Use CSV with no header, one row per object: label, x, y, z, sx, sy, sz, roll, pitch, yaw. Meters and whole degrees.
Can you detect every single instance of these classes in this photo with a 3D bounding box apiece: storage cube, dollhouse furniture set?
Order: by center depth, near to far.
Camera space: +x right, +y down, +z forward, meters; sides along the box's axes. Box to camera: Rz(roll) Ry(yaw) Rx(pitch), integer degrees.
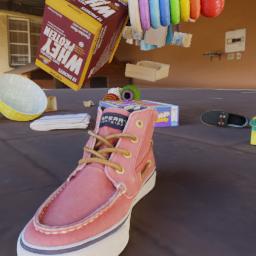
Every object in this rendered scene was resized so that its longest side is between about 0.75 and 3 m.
dollhouse furniture set,0.989,-3.505,11.228,2.669,2.906,1.891,16,23,22
storage cube,-3.726,-1.105,12.855,0.647,0.757,0.681,-10,8,-44

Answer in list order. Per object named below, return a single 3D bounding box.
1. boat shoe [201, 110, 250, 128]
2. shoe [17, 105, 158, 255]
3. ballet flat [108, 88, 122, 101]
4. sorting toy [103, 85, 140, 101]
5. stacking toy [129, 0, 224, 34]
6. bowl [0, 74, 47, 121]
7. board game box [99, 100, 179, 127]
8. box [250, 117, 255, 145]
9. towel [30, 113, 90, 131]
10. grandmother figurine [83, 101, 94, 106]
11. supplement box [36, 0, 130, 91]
boat shoe,2.978,-0.280,8.610,1.420,0.520,0.445,7,3,13
shoe,-0.251,0.366,3.004,0.895,1.139,2.505,3,10,19
ballet flat,-0.605,-1.727,15.582,0.983,1.012,2.845,-5,8,18
sorting toy,-0.364,-1.166,12.256,1.804,1.084,0.740,-21,2,22
stacking toy,1.476,-3.667,8.549,2.817,1.203,1.203,-4,9,9
bowl,-4.040,-0.918,10.154,1.040,1.932,1.932,-45,-19,33
board game box,0.238,-0.548,9.814,1.940,0.646,2.886,-3,10,-18
box,3.979,0.036,6.415,1.652,0.681,2.816,9,11,40
towel,-2.075,-0.226,9.109,1.704,0.276,2.321,-3,8,-6
grandmother figurine,-2.224,-1.379,15.848,0.602,0.301,0.993,24,9,3
supplement box,-1.448,-3.130,9.359,1.705,2.533,2.568,33,45,3
